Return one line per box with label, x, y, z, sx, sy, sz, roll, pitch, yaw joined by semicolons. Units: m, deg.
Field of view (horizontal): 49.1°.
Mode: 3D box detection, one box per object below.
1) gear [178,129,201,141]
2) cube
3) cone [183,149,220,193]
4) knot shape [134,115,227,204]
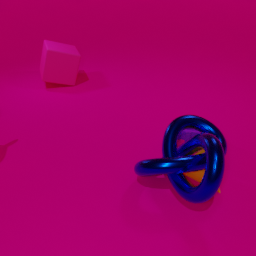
gear;1.670;0.109;7.180;1.221;0.226;1.221;3;13;-1
cube;-2.554;-2.424;10.439;1.199;1.199;1.199;5;30;-25
cone;1.669;1.009;5.935;0.866;0.866;0.869;-21;64;-31
knot shape;1.014;0.620;5.639;1.880;0.928;2.009;-21;28;22
